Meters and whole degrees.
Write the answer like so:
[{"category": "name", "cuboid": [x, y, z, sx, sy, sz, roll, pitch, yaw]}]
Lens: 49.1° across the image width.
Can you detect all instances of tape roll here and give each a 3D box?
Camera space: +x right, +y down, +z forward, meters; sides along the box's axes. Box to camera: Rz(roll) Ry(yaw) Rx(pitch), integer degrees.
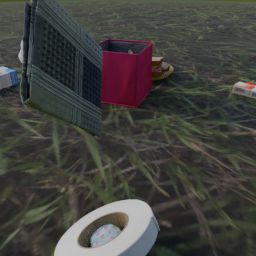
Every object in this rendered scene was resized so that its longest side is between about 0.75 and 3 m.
[{"category": "tape roll", "cuboid": [-0.303, 1.554, 4.006, 1.516, 0.277, 1.516, -22, 11, 4]}]

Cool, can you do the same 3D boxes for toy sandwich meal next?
[{"category": "toy sandwich meal", "cuboid": [0.737, -2.670, 11.586, 2.533, 0.867, 2.533, 0, 29, 0]}]

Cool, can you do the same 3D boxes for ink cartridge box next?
[{"category": "ink cartridge box", "cuboid": [-5.003, -1.748, 10.287, 0.920, 0.542, 1.598, 19, 34, 30]}, {"category": "ink cartridge box", "cuboid": [4.533, -1.441, 9.963, 1.106, 0.342, 1.364, 23, 39, 35]}]

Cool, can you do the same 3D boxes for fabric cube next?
[{"category": "fabric cube", "cuboid": [-0.190, -1.889, 9.351, 1.691, 1.718, 1.723, 9, 31, 18]}]

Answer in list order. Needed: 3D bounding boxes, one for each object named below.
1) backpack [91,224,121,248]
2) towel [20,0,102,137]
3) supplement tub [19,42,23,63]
[{"category": "backpack", "cuboid": [-0.179, 1.793, 4.016, 0.679, 0.515, 0.813, -22, 32, -28]}, {"category": "towel", "cuboid": [-0.658, -0.637, 3.025, 0.230, 1.281, 1.331, -8, -18, 21]}, {"category": "supplement tub", "cuboid": [-1.486, -1.618, 5.205, 0.789, 1.093, 0.789, 31, 28, -19]}]
